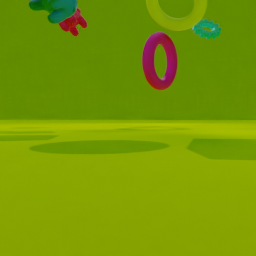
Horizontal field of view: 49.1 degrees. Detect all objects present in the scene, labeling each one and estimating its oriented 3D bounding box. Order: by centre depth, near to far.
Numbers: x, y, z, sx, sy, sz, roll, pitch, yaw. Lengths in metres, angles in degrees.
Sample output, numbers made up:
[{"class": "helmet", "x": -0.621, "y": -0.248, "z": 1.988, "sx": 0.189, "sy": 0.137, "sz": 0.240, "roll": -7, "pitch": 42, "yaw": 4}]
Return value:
[{"class": "cow figurine", "x": -1.487, "y": -2.901, "z": 6.032, "sx": 1.359, "sy": 0.746, "sz": 1.337, "roll": 39, "pitch": 53, "yaw": 17}, {"class": "ring", "x": 1.373, "y": -3.625, "z": 8.086, "sx": 1.792, "sy": 0.358, "sz": 1.792, "roll": 18, "pitch": -32, "yaw": 12}, {"class": "cow figurine", "x": -1.905, "y": -3.595, "z": 8.837, "sx": 0.765, "sy": 1.371, "sz": 1.393, "roll": -38, "pitch": -7, "yaw": 20}, {"class": "ring", "x": 1.128, "y": -2.269, "z": 9.589, "sx": 0.390, "sy": 1.948, "sz": 1.948, "roll": 6, "pitch": 5, "yaw": 38}, {"class": "gear", "x": 3.213, "y": -4.031, "z": 11.396, "sx": 1.117, "sy": 1.117, "sz": 0.207, "roll": 0, "pitch": -36, "yaw": -8}]
